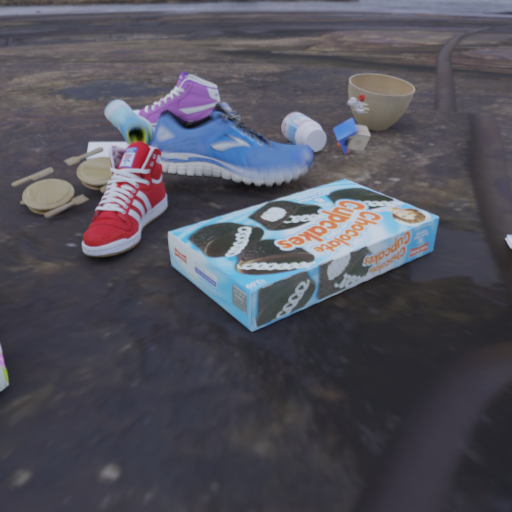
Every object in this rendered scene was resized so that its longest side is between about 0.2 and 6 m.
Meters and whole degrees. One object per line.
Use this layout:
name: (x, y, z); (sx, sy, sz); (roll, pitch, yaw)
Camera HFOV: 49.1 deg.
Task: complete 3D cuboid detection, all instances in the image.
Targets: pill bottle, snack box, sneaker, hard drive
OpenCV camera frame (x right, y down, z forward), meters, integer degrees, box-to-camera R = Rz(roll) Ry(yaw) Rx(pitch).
pill bottle: (1.140, -2.887, 13.174); (0.698, 0.698, 1.283); (-10, 31, -17)
snack box: (0.752, -0.213, 8.361); (3.546, 0.658, 2.060); (-20, 35, -32)
sneaker: (-0.421, -2.192, 10.789); (3.200, 1.427, 1.257); (5, 18, -8)
sneaker: (-2.483, -2.557, 11.999); (1.054, 0.642, 1.615); (50, 9, 24)
sneaker: (-2.156, -1.021, 9.087); (0.867, 1.369, 2.434); (6, 29, 11)
sneaker: (-2.204, -3.979, 14.401); (2.555, 1.457, 0.926); (-5, 31, -7)
hard drive: (-3.139, -2.329, 12.596); (1.246, 0.166, 0.822); (-2, 36, -10)

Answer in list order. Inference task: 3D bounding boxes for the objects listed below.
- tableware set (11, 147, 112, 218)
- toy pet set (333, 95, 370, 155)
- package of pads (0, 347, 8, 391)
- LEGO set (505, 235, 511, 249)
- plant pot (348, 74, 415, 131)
tableware set: (-3.376, -1.280, 10.540); (2.022, 0.405, 1.337); (-32, 54, -32)
toy pet set: (1.954, -2.768, 12.355); (0.691, 1.301, 1.215); (5, 46, -15)
package of pads: (-4.890, 0.608, 6.090); (3.184, 1.406, 4.122); (-23, 36, -36)
LEGO set: (4.660, -0.218, 7.187); (2.506, 0.823, 3.355); (2, 11, 20)
plant pot: (3.135, -3.899, 14.484); (1.662, 1.116, 1.662); (4, 36, -3)
